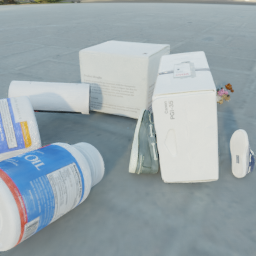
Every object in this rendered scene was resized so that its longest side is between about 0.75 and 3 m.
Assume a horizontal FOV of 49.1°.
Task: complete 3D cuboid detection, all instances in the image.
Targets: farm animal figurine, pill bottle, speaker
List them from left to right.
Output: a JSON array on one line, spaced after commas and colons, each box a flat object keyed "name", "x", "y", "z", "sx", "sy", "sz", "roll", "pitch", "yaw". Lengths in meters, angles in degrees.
[{"name": "pill bottle", "x": -3.226, "y": 0.249, "z": 5.747, "sx": 2.602, "sy": 1.458, "sz": 1.458, "roll": -13, "pitch": 31, "yaw": -22}, {"name": "pill bottle", "x": -1.357, "y": 0.910, "z": 4.583, "sx": 1.189, "sy": 1.189, "sz": 2.118, "roll": 16, "pitch": 19, "yaw": 27}, {"name": "speaker", "x": -2.017, "y": -0.806, "z": 7.376, "sx": 2.025, "sy": 0.822, "sz": 0.822, "roll": 2, "pitch": 28, "yaw": -7}, {"name": "farm animal figurine", "x": 2.961, "y": -0.977, "z": 8.891, "sx": 0.984, "sy": 0.495, "sz": 0.794, "roll": -34, "pitch": 3, "yaw": -44}]

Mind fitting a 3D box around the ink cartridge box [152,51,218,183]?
[{"name": "ink cartridge box", "x": 1.288, "y": -0.368, "z": 6.227, "sx": 1.122, "sy": 1.986, "sz": 2.710, "roll": -4, "pitch": 28, "yaw": 12}]

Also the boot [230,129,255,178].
[{"name": "boot", "x": 2.388, "y": 0.492, "z": 5.784, "sx": 0.459, "sy": 1.016, "sz": 0.370, "roll": -13, "pitch": 19, "yaw": -35}]

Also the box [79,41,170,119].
[{"name": "box", "x": -0.032, "y": -1.591, "z": 8.646, "sx": 2.132, "sy": 1.835, "sz": 2.142, "roll": 11, "pitch": 29, "yaw": 21}]

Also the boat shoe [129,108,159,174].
[{"name": "boat shoe", "x": 0.445, "y": 0.283, "z": 6.450, "sx": 0.627, "sy": 0.739, "sz": 2.031, "roll": 11, "pitch": 38, "yaw": 1}]
